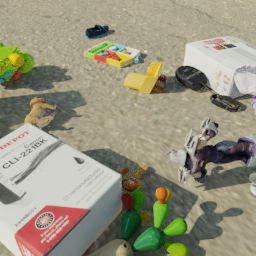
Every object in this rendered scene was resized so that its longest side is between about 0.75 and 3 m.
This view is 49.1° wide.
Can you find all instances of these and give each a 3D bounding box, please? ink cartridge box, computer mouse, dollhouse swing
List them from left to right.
[{"bbox_3d":[-1.737,1.238,5.419,2.692,1.127,1.943,24,45,27],"label":"ink cartridge box"},{"bbox_3d":[0.505,-1.814,9.459,0.955,0.987,1.086,26,42,-2],"label":"dollhouse swing"},{"bbox_3d":[2.523,-1.265,9.206,0.772,0.448,2.634,-27,52,-20],"label":"computer mouse"},{"bbox_3d":[3.571,-2.227,9.797,2.183,1.043,2.486,-17,42,-20],"label":"ink cartridge box"}]

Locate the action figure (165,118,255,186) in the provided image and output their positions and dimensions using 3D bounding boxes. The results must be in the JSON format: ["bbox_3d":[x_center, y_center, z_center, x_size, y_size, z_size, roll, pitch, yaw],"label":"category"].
[{"bbox_3d":[1.889,0.526,5.905,2.322,1.511,0.806,-3,44,-10],"label":"action figure"}]

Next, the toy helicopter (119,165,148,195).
[{"bbox_3d":[0.068,1.127,6.242,0.746,0.445,1.128,12,29,29],"label":"toy helicopter"}]

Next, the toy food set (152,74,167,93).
[{"bbox_3d":[1.157,-1.536,9.498,0.362,0.384,0.805,25,43,10],"label":"toy food set"}]

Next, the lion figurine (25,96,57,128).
[{"bbox_3d":[-2.529,-0.368,7.798,0.859,0.508,1.402,15,38,-1],"label":"lion figurine"}]

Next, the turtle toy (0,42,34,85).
[{"bbox_3d":[-4.273,-2.214,9.716,1.602,1.111,2.198,34,48,27],"label":"turtle toy"}]

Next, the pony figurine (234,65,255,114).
[{"bbox_3d":[4.043,-1.180,8.039,1.559,1.808,1.872,0,31,36],"label":"pony figurine"}]

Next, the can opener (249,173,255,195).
[{"bbox_3d":[3.347,1.248,5.849,1.500,0.498,0.395,3,33,14],"label":"can opener"}]

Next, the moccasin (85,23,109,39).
[{"bbox_3d":[-1.409,-4.658,13.267,0.587,0.498,1.459,23,44,26],"label":"moccasin"}]

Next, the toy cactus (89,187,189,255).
[{"bbox_3d":[0.219,1.981,4.736,1.826,1.131,2.212,-20,51,-9],"label":"toy cactus"}]

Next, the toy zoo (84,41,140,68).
[{"bbox_3d":[-0.505,-3.005,11.425,2.185,0.224,1.434,24,44,27],"label":"toy zoo"}]
